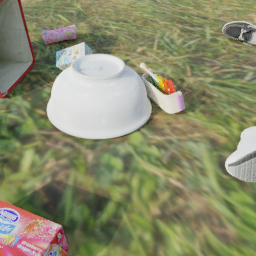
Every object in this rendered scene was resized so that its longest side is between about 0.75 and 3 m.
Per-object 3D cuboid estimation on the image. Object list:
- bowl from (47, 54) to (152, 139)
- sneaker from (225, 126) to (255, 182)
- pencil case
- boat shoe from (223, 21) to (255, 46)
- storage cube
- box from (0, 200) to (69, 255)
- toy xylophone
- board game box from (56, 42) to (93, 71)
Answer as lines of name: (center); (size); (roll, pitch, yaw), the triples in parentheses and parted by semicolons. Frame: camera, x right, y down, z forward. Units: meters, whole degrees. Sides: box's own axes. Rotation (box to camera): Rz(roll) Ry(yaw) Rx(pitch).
bowl: (-0.790, -1.137, 7.738); (2.998, 1.347, 2.998); (2, 37, -1)
sneaker: (2.939, 0.477, 6.415); (2.330, 0.868, 1.015); (-20, 31, -32)
pencil case: (-2.873, -3.963, 11.852); (1.430, 0.625, 0.625); (-20, 43, -21)
boat shoe: (5.000, -3.845, 11.607); (2.167, 0.800, 0.654); (22, 39, 13)
storage cube: (-4.880, -2.683, 8.802); (2.636, 2.507, 2.932); (4, 40, 7)
box: (-1.998, 1.846, 4.530); (1.823, 0.870, 0.909); (15, 42, 18)
toy xylophone: (0.894, -1.144, 7.870); (0.445, 1.298, 1.772); (-30, 50, -8)
board game box: (-1.754, -2.300, 9.255); (1.095, 0.564, 0.574); (-11, 73, 21)
